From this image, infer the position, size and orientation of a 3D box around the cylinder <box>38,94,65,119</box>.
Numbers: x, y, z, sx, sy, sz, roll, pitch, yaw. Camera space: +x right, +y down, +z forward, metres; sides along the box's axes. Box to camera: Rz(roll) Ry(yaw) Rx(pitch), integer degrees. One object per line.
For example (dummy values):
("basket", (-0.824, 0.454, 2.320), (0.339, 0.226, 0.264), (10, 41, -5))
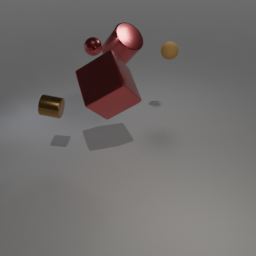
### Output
("cylinder", (-2.552, -0.719, 9.371), (0.700, 0.700, 0.700), (11, 32, -1))

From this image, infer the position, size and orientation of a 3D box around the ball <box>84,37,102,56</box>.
("ball", (-1.346, -3.141, 10.805), (0.700, 0.700, 0.700), (0, 31, 0))

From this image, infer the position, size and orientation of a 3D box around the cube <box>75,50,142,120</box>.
("cube", (-0.616, -1.334, 9.025), (1.400, 1.400, 1.400), (-27, 65, 16))

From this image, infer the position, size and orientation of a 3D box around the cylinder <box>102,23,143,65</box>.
("cylinder", (-0.256, -3.694, 12.512), (1.400, 1.400, 1.400), (12, 65, -27))

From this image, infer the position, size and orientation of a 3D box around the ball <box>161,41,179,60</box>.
("ball", (1.668, -3.100, 11.213), (0.700, 0.700, 0.700), (0, 31, 0))
